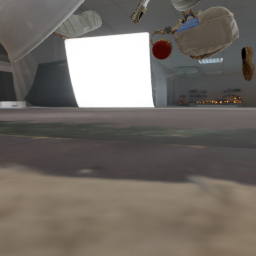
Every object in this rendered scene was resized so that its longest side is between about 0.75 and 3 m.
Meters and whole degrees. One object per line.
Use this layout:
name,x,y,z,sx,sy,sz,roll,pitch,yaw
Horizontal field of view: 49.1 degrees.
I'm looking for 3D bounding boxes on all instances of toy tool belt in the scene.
toy tool belt,2.007,-2.884,8.585,2.491,1.555,1.531,-14,28,22

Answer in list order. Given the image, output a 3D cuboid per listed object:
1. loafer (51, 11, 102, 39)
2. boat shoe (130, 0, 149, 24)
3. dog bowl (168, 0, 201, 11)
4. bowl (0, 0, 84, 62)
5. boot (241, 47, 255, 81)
loafer,-1.803,-3.269,9.091,0.724,0.827,2.301,-21,8,43
boat shoe,0.509,-4.260,10.065,0.363,1.061,0.397,46,29,14
dog bowl,1.232,-3.276,4.980,0.639,2.178,2.178,39,20,18
bowl,-1.911,-2.567,5.627,1.100,2.447,2.447,45,-22,-31
boot,4.332,-2.348,10.290,0.473,1.254,0.461,-13,10,-42
